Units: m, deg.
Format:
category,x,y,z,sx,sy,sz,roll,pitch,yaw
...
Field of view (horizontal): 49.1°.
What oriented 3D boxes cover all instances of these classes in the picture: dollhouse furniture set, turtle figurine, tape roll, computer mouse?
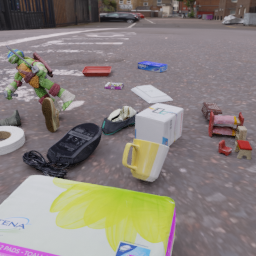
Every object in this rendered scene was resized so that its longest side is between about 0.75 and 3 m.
category,x,y,z,sx,sy,sz,roll,pitch,yaw
dollhouse furniture set,3.052,0.144,8.461,0.993,0.750,1.845,4,25,8
turtle figurine,-3.284,-1.307,9.392,1.936,2.609,2.691,-44,20,9
tape roll,-3.970,0.377,8.508,1.589,0.290,1.589,0,25,0
computer mouse,-1.599,0.632,7.737,1.548,0.589,2.235,20,43,33

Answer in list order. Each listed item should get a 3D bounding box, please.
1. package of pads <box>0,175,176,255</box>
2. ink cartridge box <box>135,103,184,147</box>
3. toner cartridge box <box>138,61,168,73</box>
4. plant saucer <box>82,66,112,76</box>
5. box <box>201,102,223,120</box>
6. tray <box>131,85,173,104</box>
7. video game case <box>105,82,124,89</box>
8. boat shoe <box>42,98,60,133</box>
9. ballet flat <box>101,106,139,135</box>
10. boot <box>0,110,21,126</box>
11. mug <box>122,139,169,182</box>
category,x,y,z,sx,sy,sz,roll,pitch,yaw
package of pads,-0.837,1.837,4.391,2.999,1.023,2.317,6,25,14
ink cartridge box,0.976,-0.060,8.632,0.978,0.982,1.339,16,28,31
toner cartridge box,1.554,-3.922,17.879,1.782,0.385,0.847,20,32,38
plant saucer,-1.840,-3.394,16.826,1.659,0.305,1.656,-1,25,0
box,3.055,-0.610,10.250,0.515,0.386,1.029,7,21,2
tray,1.061,-1.634,13.015,1.183,0.244,2.203,-10,26,-19
video game case,-0.686,-2.144,14.242,0.854,0.153,0.774,5,25,10
boat shoe,-2.487,-0.467,9.137,0.452,1.267,0.409,22,40,22
ballet flat,-0.148,-0.375,9.704,0.726,0.726,1.988,19,30,36
boot,-4.244,-0.316,9.991,0.730,0.378,1.117,-15,26,-18
mug,0.360,0.764,6.706,1.092,0.896,0.875,15,-5,-8
